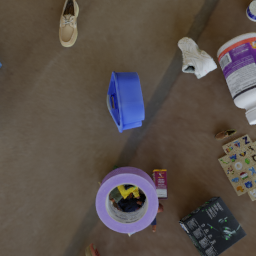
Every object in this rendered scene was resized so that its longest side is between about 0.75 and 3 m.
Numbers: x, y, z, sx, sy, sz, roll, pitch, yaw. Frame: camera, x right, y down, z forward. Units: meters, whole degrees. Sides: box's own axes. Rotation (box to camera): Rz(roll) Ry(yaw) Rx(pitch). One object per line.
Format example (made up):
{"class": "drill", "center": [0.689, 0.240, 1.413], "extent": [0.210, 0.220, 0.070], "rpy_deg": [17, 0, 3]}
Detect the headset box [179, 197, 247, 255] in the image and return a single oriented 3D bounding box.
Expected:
{"class": "headset box", "center": [2.715, 3.154, 8.967], "extent": [1.606, 0.745, 1.398], "rpy_deg": [-33, 78, -8]}

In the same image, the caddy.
{"class": "caddy", "center": [-0.163, -0.921, 9.581], "extent": [1.120, 1.509, 2.134], "rpy_deg": [-7, 73, -6]}

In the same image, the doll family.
{"class": "doll family", "center": [0.137, 2.281, 9.151], "extent": [1.403, 0.952, 2.427], "rpy_deg": [-30, 83, -11]}

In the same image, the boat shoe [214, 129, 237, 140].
{"class": "boat shoe", "center": [3.460, 0.197, 9.941], "extent": [0.795, 0.270, 0.286], "rpy_deg": [-21, 77, -5]}

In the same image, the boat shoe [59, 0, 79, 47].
{"class": "boat shoe", "center": [-2.326, -4.113, 10.809], "extent": [0.703, 0.636, 1.972], "rpy_deg": [1, 76, 0]}

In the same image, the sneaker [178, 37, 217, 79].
{"class": "sneaker", "center": [2.248, -2.543, 10.169], "extent": [0.992, 0.778, 1.996], "rpy_deg": [-41, 47, 12]}

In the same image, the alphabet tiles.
{"class": "alphabet tiles", "center": [4.247, 1.353, 9.765], "extent": [1.743, 0.066, 2.094], "rpy_deg": [-24, 77, -6]}

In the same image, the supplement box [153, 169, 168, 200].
{"class": "supplement box", "center": [1.075, 1.898, 9.384], "extent": [0.416, 0.537, 0.972], "rpy_deg": [-1, 76, 0]}

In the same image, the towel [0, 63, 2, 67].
{"class": "towel", "center": [-6.205, -2.994, 10.502], "extent": [1.654, 0.719, 2.962], "rpy_deg": [-37, 80, -8]}

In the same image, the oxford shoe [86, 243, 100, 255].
{"class": "oxford shoe", "center": [-1.086, 4.806, 8.528], "extent": [0.887, 0.836, 2.372], "rpy_deg": [-14, 77, 0]}

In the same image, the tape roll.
{"class": "tape roll", "center": [-0.018, 1.762, 6.955], "extent": [1.501, 0.638, 1.501], "rpy_deg": [0, 97, 1]}

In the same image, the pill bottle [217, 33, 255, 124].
{"class": "pill bottle", "center": [4.306, -1.657, 9.708], "extent": [1.589, 1.589, 2.853], "rpy_deg": [-15, 77, -4]}

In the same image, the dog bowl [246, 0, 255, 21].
{"class": "dog bowl", "center": [5.136, -4.657, 11.115], "extent": [0.783, 0.308, 0.783], "rpy_deg": [0, 76, 0]}
